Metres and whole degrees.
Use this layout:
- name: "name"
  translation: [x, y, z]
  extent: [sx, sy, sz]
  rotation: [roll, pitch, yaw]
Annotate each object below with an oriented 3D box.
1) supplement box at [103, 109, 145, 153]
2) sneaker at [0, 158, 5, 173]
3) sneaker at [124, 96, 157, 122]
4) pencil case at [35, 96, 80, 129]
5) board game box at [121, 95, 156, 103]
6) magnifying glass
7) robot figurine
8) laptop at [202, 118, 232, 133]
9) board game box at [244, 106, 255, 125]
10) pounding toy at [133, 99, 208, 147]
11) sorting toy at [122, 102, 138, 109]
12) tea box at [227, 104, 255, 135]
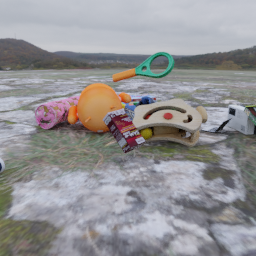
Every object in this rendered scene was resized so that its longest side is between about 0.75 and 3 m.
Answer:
- name: "supplement box"
  translation: [-0.102, 0.062, 7.158]
  extent: [0.587, 1.079, 0.328]
  rotation: [-20, -20, -45]
- name: "sneaker"
  translation: [-3.426, 0.912, 6.223]
  extent: [1.267, 0.444, 0.687]
  rotation: [-2, 9, 19]
- name: "sneaker"
  translation: [0.946, -0.582, 10.417]
  extent: [2.773, 1.181, 1.068]
  rotation: [-12, 19, -40]
- name: "pencil case"
  translation: [-2.613, -0.664, 11.111]
  extent: [0.987, 1.032, 2.385]
  rotation: [24, 20, 15]
- name: "board game box"
  translation: [0.346, -1.729, 16.528]
  extent: [2.346, 0.228, 1.208]
  rotation: [-6, 18, -22]
- name: "magnifying glass"
  translation: [0.442, -1.810, 8.739]
  extent: [2.035, 0.810, 0.228]
  rotation: [-13, -20, 25]
- name: "robot figurine"
  translation: [-1.075, -0.765, 10.332]
  extent: [2.013, 1.632, 2.798]
  rotation: [16, 11, -12]
- name: "laptop"
  translation: [3.209, -0.137, 10.136]
  extent: [0.809, 0.469, 0.757]
  rotation: [13, 19, 40]
- name: "board game box"
  translation: [4.546, -0.037, 8.678]
  extent: [1.032, 0.231, 1.969]
  rotation: [-1, 41, -14]
- name: "pounding toy"
  translation: [1.426, 0.115, 8.846]
  extent: [2.635, 1.512, 1.507]
  rotation: [-11, 44, -6]
- name: "sorting toy"
  translation: [0.260, -1.065, 13.768]
  extent: [1.902, 0.375, 2.054]
  rotation: [-5, 16, -17]
- name: "tea box"
  translation: [4.494, -0.350, 10.176]
  extent: [1.239, 0.841, 1.259]
  rotation: [-4, 17, -11]
